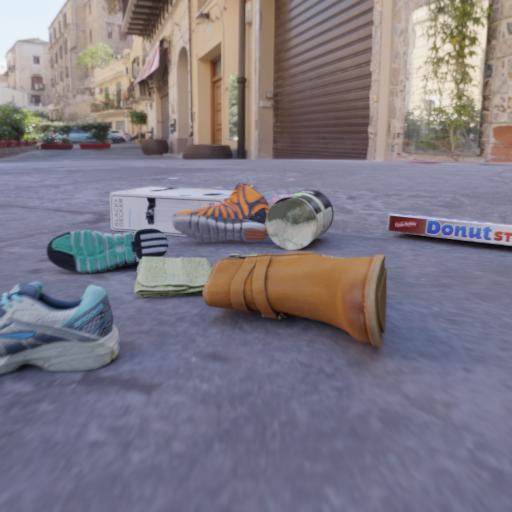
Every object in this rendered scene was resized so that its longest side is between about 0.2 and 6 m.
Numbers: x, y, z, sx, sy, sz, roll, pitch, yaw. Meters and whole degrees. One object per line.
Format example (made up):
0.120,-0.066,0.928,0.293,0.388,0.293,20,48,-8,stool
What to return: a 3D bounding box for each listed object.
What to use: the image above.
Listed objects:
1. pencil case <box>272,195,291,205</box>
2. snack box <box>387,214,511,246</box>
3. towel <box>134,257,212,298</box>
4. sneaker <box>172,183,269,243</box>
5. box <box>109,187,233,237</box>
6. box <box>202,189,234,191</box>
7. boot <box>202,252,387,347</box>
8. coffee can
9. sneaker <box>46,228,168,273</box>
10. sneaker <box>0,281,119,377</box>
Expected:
1.162,-1.549,16.553,1.388,0.607,0.607,-3,13,-16,pencil case
4.715,-0.525,12.031,3.536,0.430,1.271,10,9,38,snack box
-1.270,0.298,8.854,1.263,0.311,1.703,-1,12,-9,towel
-0.721,-0.952,12.107,2.096,1.174,0.813,6,-30,-1,sneaker
-1.782,-1.097,13.688,3.140,0.944,1.832,5,14,24,box
-1.899,-1.855,17.789,1.773,0.489,2.596,5,9,20,box
0.412,0.367,6.713,2.134,1.054,2.749,3,10,4,boot
0.958,-0.798,11.963,1.101,1.101,1.505,4,14,19,coffee can
-2.586,-0.012,9.920,2.045,0.761,0.895,-2,-13,-9,sneaker
-2.482,0.688,5.704,2.075,0.896,0.805,-4,13,-16,sneaker
